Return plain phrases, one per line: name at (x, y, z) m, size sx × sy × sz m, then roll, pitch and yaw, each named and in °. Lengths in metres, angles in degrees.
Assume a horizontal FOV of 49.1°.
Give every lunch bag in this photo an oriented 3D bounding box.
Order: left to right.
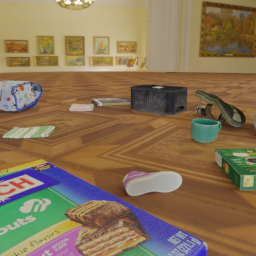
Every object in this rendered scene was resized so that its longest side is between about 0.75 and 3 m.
lunch bag at (-5.388, -1.582, 13.211) m, size 1.913 × 1.393 × 2.250 m, roll 3°, pitch 23°, yaw 13°

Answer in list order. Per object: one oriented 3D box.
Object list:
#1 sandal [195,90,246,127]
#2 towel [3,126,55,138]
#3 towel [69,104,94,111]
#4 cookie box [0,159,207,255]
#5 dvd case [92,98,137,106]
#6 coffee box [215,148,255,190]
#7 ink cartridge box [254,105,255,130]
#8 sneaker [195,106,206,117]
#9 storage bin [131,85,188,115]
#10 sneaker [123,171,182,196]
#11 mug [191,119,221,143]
sandal at (3.381, -0.654, 10.572) m, size 1.144 × 0.822 × 2.882 m, roll 19°, pitch 18°, yaw -20°
towel at (-3.125, 0.122, 8.967) m, size 1.354 × 0.158 × 1.033 m, roll 0°, pitch 15°, yaw -1°
towel at (-2.179, -0.988, 13.261) m, size 1.086 × 0.183 × 1.137 m, roll -1°, pitch 14°, yaw -4°
cookie box at (-1.086, 1.326, 2.481) m, size 2.308 × 1.014 × 2.698 m, roll -16°, pitch 21°, yaw -42°
dvd case at (-0.749, -1.418, 14.961) m, size 2.124 × 0.170 × 1.580 m, roll -5°, pitch 15°, yaw -17°
coffee box at (2.504, 0.818, 5.862) m, size 0.961 × 0.344 × 1.562 m, roll -1°, pitch 14°, yaw -2°
ink cartridge box at (5.517, -0.345, 8.735) m, size 2.758 × 1.155 × 2.001 m, roll 5°, pitch 15°, yaw 20°
sneaker at (3.036, -0.684, 11.667) m, size 0.489 × 0.409 × 1.105 m, roll 2°, pitch 12°, yaw 21°
storage bin at (1.406, -1.362, 12.912) m, size 2.331 × 1.093 × 1.576 m, roll 12°, pitch 19°, yaw 37°
sneaker at (0.435, 0.947, 5.311) m, size 1.079 × 0.391 × 0.615 m, roll -3°, pitch 11°, yaw -11°
mug at (2.306, 0.097, 8.191) m, size 0.935 × 0.578 × 0.768 m, roll 4°, pitch 16°, yaw 3°
